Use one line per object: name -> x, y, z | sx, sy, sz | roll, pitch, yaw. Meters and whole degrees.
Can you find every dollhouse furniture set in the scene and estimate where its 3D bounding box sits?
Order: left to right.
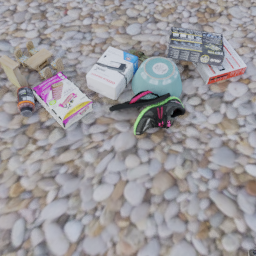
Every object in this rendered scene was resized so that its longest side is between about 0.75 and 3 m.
dollhouse furniture set -> -3.933, -2.660, 11.199 | 1.781, 1.261, 1.939 | 33, 64, 18

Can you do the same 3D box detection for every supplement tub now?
supplement tub -> -3.851, -0.982, 10.554 | 0.608, 0.608, 1.136 | -11, 59, -7

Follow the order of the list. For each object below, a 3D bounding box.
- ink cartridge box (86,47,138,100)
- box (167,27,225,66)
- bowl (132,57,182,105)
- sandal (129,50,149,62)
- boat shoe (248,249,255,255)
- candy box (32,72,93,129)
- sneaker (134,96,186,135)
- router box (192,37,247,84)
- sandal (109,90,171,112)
ink cartridge box -> -0.606, -2.213, 11.197 | 1.349, 0.786, 1.866 | 24, 61, 14
box -> 2.720, -3.331, 11.280 | 2.176, 0.534, 1.754 | 10, 46, 3
bowl -> 1.160, -1.978, 10.894 | 2.052, 1.073, 2.052 | 0, 59, 1
sandal -> 0.536, -3.150, 12.064 | 1.064, 0.304, 0.422 | 26, 62, 15
boat shoe -> 3.898, 3.595, 7.910 | 0.936, 0.267, 0.313 | 5, 58, 3
candy box -> -2.467, -1.087, 10.602 | 1.373, 0.614, 2.013 | -38, 66, -22
sneaker -> 1.152, -0.370, 10.035 | 2.209, 0.848, 0.926 | -32, 59, -17
router box -> 3.686, -2.873, 11.788 | 1.736, 0.473, 1.935 | -16, 60, -10
sandal -> 0.377, -1.057, 10.190 | 2.312, 0.868, 0.521 | -10, 100, 12
